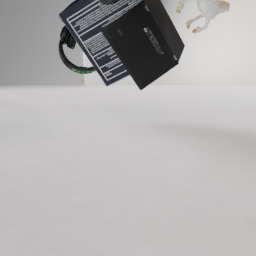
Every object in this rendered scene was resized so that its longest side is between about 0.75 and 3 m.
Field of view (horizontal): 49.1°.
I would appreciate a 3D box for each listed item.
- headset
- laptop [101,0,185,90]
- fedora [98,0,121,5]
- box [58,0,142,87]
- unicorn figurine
[{"bbox_3d":[-1.697,-3.276,10.311,1.684,2.728,1.282,2,-9,-19],"label":"headset"},{"bbox_3d":[0.506,-2.271,7.162,1.855,1.737,1.075,-35,22,2],"label":"laptop"},{"bbox_3d":[0.337,-3.405,5.626,2.581,1.179,2.581,-17,24,8],"label":"fedora"},{"bbox_3d":[-0.187,-3.079,8.472,2.570,2.549,1.584,-23,30,19],"label":"box"},{"bbox_3d":[1.375,-2.179,5.072,1.240,0.852,0.458,33,22,-50],"label":"unicorn figurine"}]
